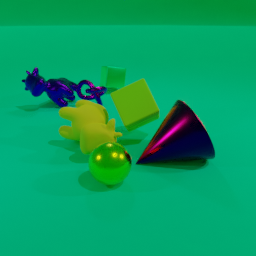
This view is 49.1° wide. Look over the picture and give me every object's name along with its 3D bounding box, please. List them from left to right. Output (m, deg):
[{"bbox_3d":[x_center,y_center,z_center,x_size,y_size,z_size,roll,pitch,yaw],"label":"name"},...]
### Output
[{"bbox_3d":[-2.623,-1.428,9.588,1.661,0.927,1.688,32,22,-4],"label":"cow figurine"},{"bbox_3d":[-1.251,-1.203,9.409,1.035,1.106,0.511,23,65,3],"label":"knot shape"},{"bbox_3d":[-0.776,-0.037,6.566,1.704,0.951,1.732,14,25,16],"label":"cow figurine"},{"bbox_3d":[-0.334,0.656,5.209,0.806,0.806,0.806,0,22,0],"label":"ball"},{"bbox_3d":[-0.625,-2.087,11.512,0.819,0.819,0.819,2,11,-23],"label":"cube"},{"bbox_3d":[0.195,-0.532,6.916,0.887,0.887,0.887,-25,-11,2],"label":"cube"},{"bbox_3d":[0.803,0.393,6.009,1.479,1.473,1.473,-30,26,-3],"label":"cone"}]
